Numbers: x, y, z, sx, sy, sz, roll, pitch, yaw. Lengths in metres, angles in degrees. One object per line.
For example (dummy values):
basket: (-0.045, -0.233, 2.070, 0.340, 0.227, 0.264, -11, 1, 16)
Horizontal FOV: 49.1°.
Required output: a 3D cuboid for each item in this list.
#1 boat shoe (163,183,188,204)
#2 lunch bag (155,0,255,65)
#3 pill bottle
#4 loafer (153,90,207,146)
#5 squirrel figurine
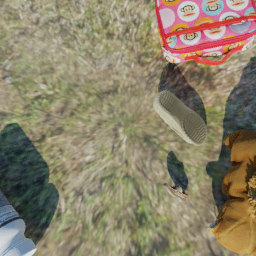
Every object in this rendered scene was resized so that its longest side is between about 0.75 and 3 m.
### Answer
boat shoe: (1.118, 1.478, 6.574, 0.286, 0.798, 0.302, -50, 32, -3)
lunch bag: (2.177, -2.885, 7.916, 2.687, 1.101, 2.366, -11, 77, 6)
pill bottle: (-3.065, 2.114, 6.088, 1.256, 1.256, 2.168, -39, 77, -14)
loafer: (1.323, -0.257, 7.172, 0.677, 0.611, 1.790, -47, 104, -11)
squirrel figurine: (2.666, 1.374, 5.682, 1.849, 2.613, 2.439, 34, 77, 4)
